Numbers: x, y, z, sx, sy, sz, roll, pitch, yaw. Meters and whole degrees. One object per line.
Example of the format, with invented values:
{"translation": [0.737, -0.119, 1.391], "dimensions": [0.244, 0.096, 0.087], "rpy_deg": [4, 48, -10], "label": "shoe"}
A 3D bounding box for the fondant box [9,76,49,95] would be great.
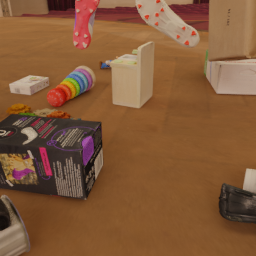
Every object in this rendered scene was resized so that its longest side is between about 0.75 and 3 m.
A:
{"translation": [-3.912, -1.726, 11.194], "dimensions": [0.934, 0.377, 1.294], "rpy_deg": [9, 29, 17], "label": "fondant box"}

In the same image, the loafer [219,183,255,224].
{"translation": [2.525, 1.279, 4.685], "dimensions": [1.934, 0.679, 0.657], "rpy_deg": [3, -9, 9], "label": "loafer"}

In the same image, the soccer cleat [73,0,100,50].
{"translation": [-1.593, -4.309, 10.693], "dimensions": [0.866, 2.596, 0.992], "rpy_deg": [11, 25, -7], "label": "soccer cleat"}

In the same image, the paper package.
{"translation": [3.261, -3.104, 7.887], "dimensions": [1.221, 2.360, 2.249], "rpy_deg": [-4, 11, -11], "label": "paper package"}

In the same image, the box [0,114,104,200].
{"translation": [-1.711, 0.530, 5.810], "dimensions": [2.151, 1.141, 1.315], "rpy_deg": [6, 27, 11], "label": "box"}

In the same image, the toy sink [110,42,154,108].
{"translation": [0.145, -1.912, 9.718], "dimensions": [1.136, 2.027, 1.321], "rpy_deg": [11, 29, 20], "label": "toy sink"}

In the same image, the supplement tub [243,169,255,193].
{"translation": [2.649, 1.117, 5.299], "dimensions": [0.846, 0.558, 0.558], "rpy_deg": [9, 28, 23], "label": "supplement tub"}

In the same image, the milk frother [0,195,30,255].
{"translation": [-1.958, 1.841, 3.515], "dimensions": [1.524, 1.462, 1.620], "rpy_deg": [-23, 78, -38], "label": "milk frother"}

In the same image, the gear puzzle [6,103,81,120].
{"translation": [-2.630, -0.368, 8.456], "dimensions": [2.954, 0.387, 1.530], "rpy_deg": [20, 33, 35], "label": "gear puzzle"}

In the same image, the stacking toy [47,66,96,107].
{"translation": [-2.098, -1.476, 10.176], "dimensions": [0.979, 0.979, 2.294], "rpy_deg": [10, 32, 20], "label": "stacking toy"}

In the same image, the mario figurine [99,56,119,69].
{"translation": [-0.794, -3.343, 14.016], "dimensions": [1.329, 0.704, 0.820], "rpy_deg": [-7, 56, 2], "label": "mario figurine"}

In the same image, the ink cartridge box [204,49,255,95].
{"translation": [4.462, -2.394, 11.577], "dimensions": [2.088, 1.211, 2.884], "rpy_deg": [2, 27, 4], "label": "ink cartridge box"}

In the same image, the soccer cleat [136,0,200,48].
{"translation": [1.217, -3.334, 8.808], "dimensions": [2.403, 0.833, 0.932], "rpy_deg": [41, 17, 4], "label": "soccer cleat"}
